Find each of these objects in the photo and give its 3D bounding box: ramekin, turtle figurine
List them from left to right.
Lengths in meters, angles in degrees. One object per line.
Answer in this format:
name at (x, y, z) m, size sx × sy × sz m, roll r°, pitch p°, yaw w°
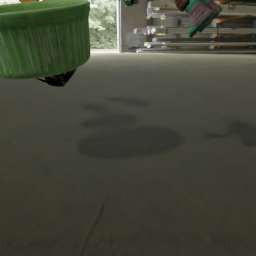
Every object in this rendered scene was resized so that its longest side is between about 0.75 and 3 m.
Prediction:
ramekin at (-1.595, -1.576, 4.816) m, size 2.018 × 0.986 × 2.018 m, roll -3°, pitch 29°, yaw 2°
turtle figurine at (0.598, -2.573, 4.804) m, size 1.645 × 2.197 × 1.106 m, roll -42°, pitch -4°, yaw -33°

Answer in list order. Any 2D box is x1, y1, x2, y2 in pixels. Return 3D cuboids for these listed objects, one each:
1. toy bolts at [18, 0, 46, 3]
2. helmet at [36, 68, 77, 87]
toy bolts at (-2.702, -3.467, 7.733) m, size 2.015 × 2.109 × 1.463 m, roll 39°, pitch -11°, yaw -8°
helmet at (-1.852, -1.818, 6.806) m, size 1.431 × 1.364 × 1.431 m, roll 16°, pitch -7°, yaw 2°
